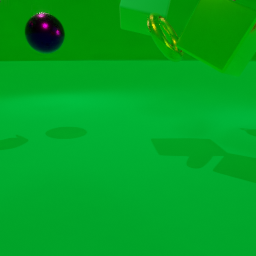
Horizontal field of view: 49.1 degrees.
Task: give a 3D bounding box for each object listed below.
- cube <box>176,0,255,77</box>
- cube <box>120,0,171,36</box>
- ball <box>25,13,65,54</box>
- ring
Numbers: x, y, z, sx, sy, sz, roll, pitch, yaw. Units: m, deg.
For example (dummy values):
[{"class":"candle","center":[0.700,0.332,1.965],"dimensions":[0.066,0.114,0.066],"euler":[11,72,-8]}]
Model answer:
[{"class":"cube","center":[2.015,-1.937,5.921],"dimensions":[1.226,1.226,1.226],"euler":[39,26,26]},{"class":"cube","center":[0.502,-3.373,7.577],"dimensions":[1.206,1.206,1.206],"euler":[13,-7,1]},{"class":"ball","center":[-2.571,-2.927,8.690],"dimensions":[1.201,1.201,1.201],"euler":[0,15,0]},{"class":"ring","center":[0.904,-2.152,6.667],"dimensions":[0.260,1.301,1.301],"euler":[-29,-1,30]}]
